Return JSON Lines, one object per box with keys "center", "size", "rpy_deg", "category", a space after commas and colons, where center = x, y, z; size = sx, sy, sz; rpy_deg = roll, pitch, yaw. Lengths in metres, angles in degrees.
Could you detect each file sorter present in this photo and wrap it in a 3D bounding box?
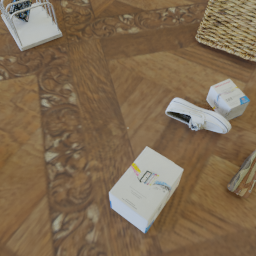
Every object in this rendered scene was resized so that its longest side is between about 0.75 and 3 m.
{"center": [-3.760, -4.338, 10.329], "size": [1.620, 1.454, 2.335], "rpy_deg": [-27, 60, -17], "category": "file sorter"}

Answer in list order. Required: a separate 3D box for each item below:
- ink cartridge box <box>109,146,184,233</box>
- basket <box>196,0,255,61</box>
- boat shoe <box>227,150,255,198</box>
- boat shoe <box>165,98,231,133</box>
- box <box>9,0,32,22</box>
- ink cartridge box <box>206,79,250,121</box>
{"center": [0.440, 1.477, 6.772], "size": [1.095, 1.115, 1.514], "rpy_deg": [32, 62, 19], "category": "ink cartridge box"}
{"center": [4.097, -3.704, 10.162], "size": [2.595, 1.933, 1.852], "rpy_deg": [27, 26, 23], "category": "basket"}
{"center": [3.317, 1.111, 7.345], "size": [0.623, 0.658, 1.737], "rpy_deg": [38, 74, 18], "category": "boat shoe"}
{"center": [2.004, -0.223, 8.206], "size": [1.910, 0.703, 0.624], "rpy_deg": [26, 64, 28], "category": "boat shoe"}
{"center": [-3.952, -4.546, 10.377], "size": [0.224, 0.775, 0.975], "rpy_deg": [14, 93, 21], "category": "box"}
{"center": [3.005, -0.841, 8.514], "size": [0.720, 0.708, 0.979], "rpy_deg": [-22, 60, -13], "category": "ink cartridge box"}
